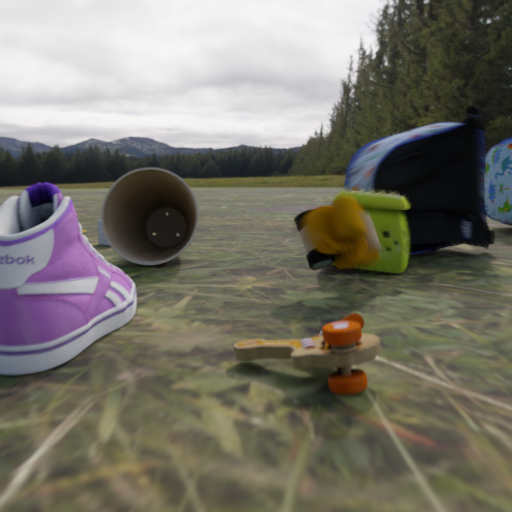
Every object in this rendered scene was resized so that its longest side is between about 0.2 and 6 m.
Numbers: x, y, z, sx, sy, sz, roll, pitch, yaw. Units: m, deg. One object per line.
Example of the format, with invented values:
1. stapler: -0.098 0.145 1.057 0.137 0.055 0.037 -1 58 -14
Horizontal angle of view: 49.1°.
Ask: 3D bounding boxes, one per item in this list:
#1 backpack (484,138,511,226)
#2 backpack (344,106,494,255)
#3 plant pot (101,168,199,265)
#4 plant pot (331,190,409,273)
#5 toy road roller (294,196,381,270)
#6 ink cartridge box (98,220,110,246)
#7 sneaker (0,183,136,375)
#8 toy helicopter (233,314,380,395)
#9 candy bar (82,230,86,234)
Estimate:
1. backpack: 7.146 -1.960 14.698 2.125 2.646 2.891 -1 5 -4
2. backpack: 2.981 -1.265 10.797 2.607 2.737 2.109 -15 11 -26
3. plant pot: -1.746 -0.601 10.111 1.627 1.627 1.737 0 -4 1
4. plant pot: 1.852 -0.444 9.163 1.319 1.197 1.312 8 8 17
5. toy road roller: 1.196 -0.338 7.331 1.255 0.771 0.916 -4 -22 -31
6. ink cartridge box: -2.986 -0.525 12.190 0.545 0.542 0.750 7 12 40
7. sneaker: -1.798 0.028 5.552 0.953 1.499 2.629 -2 8 0
8. toy helicopter: 0.395 0.722 4.497 1.212 0.478 0.801 -5 9 26
9. candy bar: -4.524 -0.535 13.638 0.288 0.128 1.154 1 8 10
